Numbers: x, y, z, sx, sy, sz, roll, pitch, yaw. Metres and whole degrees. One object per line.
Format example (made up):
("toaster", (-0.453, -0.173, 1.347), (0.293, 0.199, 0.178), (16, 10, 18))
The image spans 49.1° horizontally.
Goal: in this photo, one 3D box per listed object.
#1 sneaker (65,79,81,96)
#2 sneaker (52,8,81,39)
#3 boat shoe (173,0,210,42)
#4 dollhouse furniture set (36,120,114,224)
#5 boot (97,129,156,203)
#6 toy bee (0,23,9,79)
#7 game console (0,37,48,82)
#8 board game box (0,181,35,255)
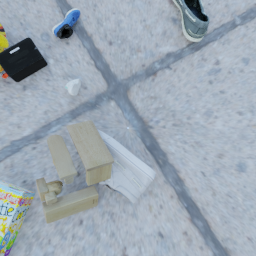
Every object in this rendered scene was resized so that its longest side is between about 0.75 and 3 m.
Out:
("sneaker", (-1.546, -1.097, 7.603), (0.383, 0.865, 0.325), (-2, 115, 5))
("sneaker", (-1.692, -3.008, 8.164), (1.041, 0.400, 0.579), (-42, 54, -5))
("boat shoe", (1.851, -3.726, 8.129), (0.883, 0.749, 2.426), (-5, 72, -12))
("dollhouse furniture set", (-1.411, 1.036, 6.760), (1.623, 1.706, 1.390), (-15, 49, -23))
("boot", (-0.445, 0.933, 7.064), (2.221, 0.817, 1.061), (36, 77, 4))
("toy bee", (-3.742, -1.902, 7.608), (1.412, 1.172, 2.157), (12, 76, 47))
("game console", (-2.871, -1.835, 7.649), (1.051, 0.612, 0.925), (-33, 115, -6))
("board game box", (-3.134, 2.251, 6.725), (0.935, 0.918, 1.783), (19, 77, 4))
